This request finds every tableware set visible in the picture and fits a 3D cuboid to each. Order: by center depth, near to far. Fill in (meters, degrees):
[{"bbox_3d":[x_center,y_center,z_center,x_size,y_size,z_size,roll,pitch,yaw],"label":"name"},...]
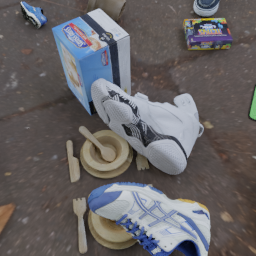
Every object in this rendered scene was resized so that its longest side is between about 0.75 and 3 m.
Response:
[{"bbox_3d":[-0.369,1.200,6.472,1.944,0.589,2.941,-10,56,-7],"label":"tableware set"}]

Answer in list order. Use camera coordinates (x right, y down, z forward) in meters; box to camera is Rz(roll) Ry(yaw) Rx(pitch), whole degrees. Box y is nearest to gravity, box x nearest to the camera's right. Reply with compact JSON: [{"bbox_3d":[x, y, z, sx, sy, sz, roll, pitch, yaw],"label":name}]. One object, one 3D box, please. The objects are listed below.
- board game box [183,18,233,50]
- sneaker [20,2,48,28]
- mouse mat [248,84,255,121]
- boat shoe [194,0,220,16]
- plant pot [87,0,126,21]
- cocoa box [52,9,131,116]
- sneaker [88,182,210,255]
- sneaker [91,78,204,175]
[{"bbox_3d":[2.673,-3.204,9.509,1.431,0.406,1.183,-3,55,-2],"label":"board game box"},{"bbox_3d":[-3.392,-4.119,10.112,0.590,0.520,1.324,-36,71,-29],"label":"sneaker"},{"bbox_3d":[4.459,-0.545,7.962,1.861,0.070,1.497,19,59,14],"label":"mouse mat"},{"bbox_3d":[3.166,-5.331,10.450,0.911,1.169,2.574,20,59,13],"label":"boat shoe"},{"bbox_3d":[-0.704,-4.387,9.917,1.088,1.254,1.254,26,59,-2],"label":"plant pot"},{"bbox_3d":[-0.879,-1.679,7.448,1.407,2.144,1.430,-30,60,-17],"label":"cocoa box"},{"bbox_3d":[0.449,1.770,5.117,2.491,0.938,1.098,16,52,-12],"label":"sneaker"},{"bbox_3d":[0.560,-0.376,6.978,2.967,1.115,1.705,43,60,1],"label":"sneaker"}]
